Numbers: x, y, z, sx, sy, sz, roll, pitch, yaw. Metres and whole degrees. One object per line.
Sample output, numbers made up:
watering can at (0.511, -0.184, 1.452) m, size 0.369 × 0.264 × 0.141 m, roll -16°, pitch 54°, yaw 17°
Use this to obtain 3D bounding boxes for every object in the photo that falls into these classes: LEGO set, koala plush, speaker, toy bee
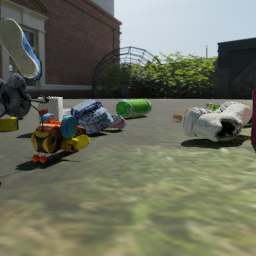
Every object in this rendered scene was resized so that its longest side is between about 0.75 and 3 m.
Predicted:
LEGO set at (2.977, -0.646, 12.051) m, size 1.090 × 0.882 × 2.369 m, roll -4°, pitch 9°, yaw -28°
koala plush at (-6.147, -1.140, 13.484) m, size 2.143 × 2.221 × 2.417 m, roll -6°, pitch 24°, yaw 30°
speaker at (0.340, -1.065, 14.947) m, size 0.977 × 0.977 × 2.209 m, roll 6°, pitch 9°, yaw 37°
toy bee at (-1.620, 0.209, 5.840) m, size 1.341 × 1.114 × 2.049 m, roll -1°, pitch -20°, yaw 40°

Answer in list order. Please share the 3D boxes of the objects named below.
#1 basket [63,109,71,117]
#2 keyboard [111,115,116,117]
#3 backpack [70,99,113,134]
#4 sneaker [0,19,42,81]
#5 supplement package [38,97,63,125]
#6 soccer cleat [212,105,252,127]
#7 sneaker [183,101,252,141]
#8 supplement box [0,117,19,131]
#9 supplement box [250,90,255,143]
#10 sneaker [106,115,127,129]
basket at (-2.414, -0.348, 10.513) m, size 1.133 × 0.699 × 0.768 m, roll -1°, pitch 8°, yaw -3°
keyboard at (-1.430, -0.496, 13.452) m, size 2.036 × 0.261 × 1.222 m, roll 0°, pitch 1°, yaw 6°
backpack at (-1.179, -0.355, 9.353) m, size 1.176 × 0.867 × 1.289 m, roll -29°, pitch 28°, yaw -23°
sneaker at (-4.334, -3.083, 11.488) m, size 0.973 × 2.535 × 1.410 m, roll -30°, pitch -1°, yaw -6°
supplement package at (-2.651, -0.470, 9.642) m, size 0.706 × 1.164 × 0.697 m, roll -1°, pitch 7°, yaw -1°
soccer cleat at (4.217, -0.543, 10.932) m, size 2.386 × 0.967 × 0.806 m, roll -4°, pitch 9°, yaw -30°
sneaker at (2.917, -0.122, 8.214) m, size 2.818 × 1.059 × 1.142 m, roll -13°, pitch 23°, yaw -36°
supplement box at (-4.331, -0.131, 9.868) m, size 0.792 × 0.434 × 0.431 m, roll -5°, pitch 8°, yaw -39°
supplement box at (4.391, -0.359, 7.793) m, size 2.176 × 1.424 × 1.123 m, roll -8°, pitch 11°, yaw -44°
sneaker at (-0.567, -0.078, 10.082) m, size 1.091 × 0.395 × 0.622 m, roll -13°, pitch -32°, yaw 27°
